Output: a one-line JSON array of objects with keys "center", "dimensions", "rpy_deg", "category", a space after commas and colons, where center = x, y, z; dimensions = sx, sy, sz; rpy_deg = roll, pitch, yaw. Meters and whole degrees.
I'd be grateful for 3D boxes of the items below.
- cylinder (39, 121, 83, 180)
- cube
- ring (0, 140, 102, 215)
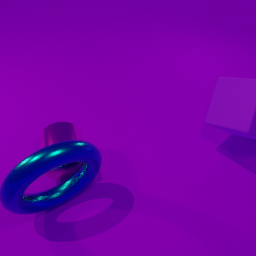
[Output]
[{"center": [-1.535, 0.540, 6.632], "dimensions": [1.012, 1.012, 1.012], "rpy_deg": [-12, 47, -11], "category": "cylinder"}, {"center": [2.770, -0.435, 6.627], "dimensions": [1.183, 1.183, 1.183], "rpy_deg": [16, 2, -37], "category": "cube"}, {"center": [-1.435, 0.990, 5.483], "dimensions": [2.051, 2.051, 0.410], "rpy_deg": [-25, 61, -22], "category": "ring"}]
